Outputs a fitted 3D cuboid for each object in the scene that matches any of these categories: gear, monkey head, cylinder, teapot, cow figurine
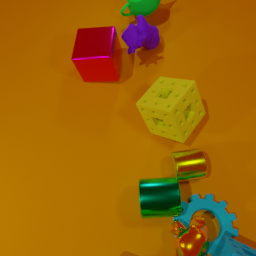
[{"bbox_3d":[1.954,2.482,7.123,1.557,0.288,1.557,-1,66,1],"label":"gear"},{"bbox_3d":[1.301,2.521,6.317,1.038,0.870,1.443,29,97,33],"label":"monkey head"},{"bbox_3d":[1.603,0.996,7.541,0.810,0.810,0.810,-8,65,-4],"label":"cylinder"},{"bbox_3d":[0.527,-4.499,9.498,1.945,0.952,1.210,-40,59,8],"label":"teapot"},{"bbox_3d":[0.467,-2.850,8.924,1.538,0.844,1.514,19,49,-39],"label":"cow figurine"},{"bbox_3d":[0.785,1.729,6.979,0.974,0.974,0.974,-4,65,4],"label":"cylinder"}]

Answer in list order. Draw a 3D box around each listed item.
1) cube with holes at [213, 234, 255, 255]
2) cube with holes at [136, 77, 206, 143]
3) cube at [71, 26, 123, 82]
[{"bbox_3d":[2.364,3.086,5.875,1.013,1.013,1.013,24,92,7],"label":"cube with holes"},{"bbox_3d":[1.203,-0.534,7.759,1.189,1.189,1.189,18,58,44],"label":"cube with holes"},{"bbox_3d":[-0.915,-2.268,8.731,1.202,1.202,1.202,0,65,12],"label":"cube"}]
